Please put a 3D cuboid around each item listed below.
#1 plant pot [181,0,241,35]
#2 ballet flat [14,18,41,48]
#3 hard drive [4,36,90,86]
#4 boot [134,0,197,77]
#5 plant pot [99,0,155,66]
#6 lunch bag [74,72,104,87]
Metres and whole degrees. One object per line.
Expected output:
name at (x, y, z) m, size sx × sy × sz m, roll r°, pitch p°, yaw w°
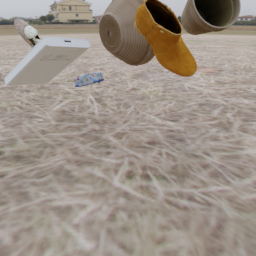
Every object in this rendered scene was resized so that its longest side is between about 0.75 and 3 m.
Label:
plant pot at (1.693, -2.584, 6.224) m, size 1.157 × 1.157 × 1.004 m, roll -7°, pitch -1°, yaw -17°
ballet flat at (-2.649, -2.535, 7.975) m, size 0.453 × 1.348 × 0.459 m, roll 3°, pitch 51°, yaw 39°
hard drive at (-1.956, -1.555, 6.711) m, size 1.909 × 0.251 × 1.259 m, roll -25°, pitch -5°, yaw 40°
boot at (0.888, -1.745, 5.710) m, size 1.886 × 0.664 × 1.350 m, roll 40°, pitch 0°, yaw -12°
plant pot at (-0.145, -2.648, 7.687) m, size 0.936 × 2.028 × 2.028 m, roll -24°, pitch 32°, yaw -32°
lunch bag at (-1.091, -1.383, 7.999) m, size 0.825 × 0.312 × 0.661 m, roll -9°, pitch 10°, yaw 13°
